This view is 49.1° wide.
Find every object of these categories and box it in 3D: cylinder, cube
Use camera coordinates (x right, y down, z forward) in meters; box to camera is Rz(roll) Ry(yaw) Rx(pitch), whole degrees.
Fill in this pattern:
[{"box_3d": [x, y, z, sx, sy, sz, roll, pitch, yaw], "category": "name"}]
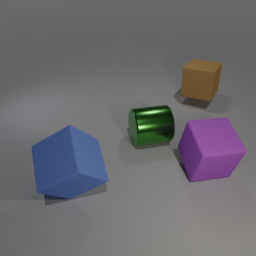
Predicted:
[{"box_3d": [0.842, -0.094, 10.404, 1.400, 1.400, 1.400, -7, 34, -12], "category": "cylinder"}, {"box_3d": [-1.611, 1.000, 7.806, 1.400, 1.400, 1.400, -27, 60, 17], "category": "cube"}, {"box_3d": [3.359, -2.222, 12.839, 1.400, 1.400, 1.400, 15, 34, 25], "category": "cube"}, {"box_3d": [2.570, 0.672, 8.866, 1.400, 1.400, 1.400, -5, 50, -11], "category": "cube"}]
